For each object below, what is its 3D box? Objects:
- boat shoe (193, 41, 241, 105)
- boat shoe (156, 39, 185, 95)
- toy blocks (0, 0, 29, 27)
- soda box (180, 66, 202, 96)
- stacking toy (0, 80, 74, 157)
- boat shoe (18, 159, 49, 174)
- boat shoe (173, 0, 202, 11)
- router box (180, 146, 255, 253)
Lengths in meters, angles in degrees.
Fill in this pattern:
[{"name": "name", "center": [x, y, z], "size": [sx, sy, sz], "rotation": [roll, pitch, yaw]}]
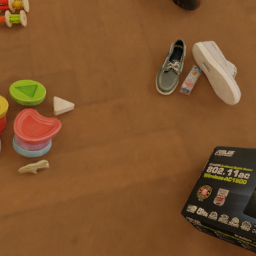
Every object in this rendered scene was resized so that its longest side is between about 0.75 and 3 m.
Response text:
[{"name": "boat shoe", "center": [2.810, -1.735, 8.441], "size": [0.804, 0.845, 2.347], "rotation": [-20, 57, -8]}, {"name": "boat shoe", "center": [1.331, -1.910, 8.569], "size": [0.697, 0.591, 1.914], "rotation": [19, 66, 9]}, {"name": "toy blocks", "center": [-4.236, -3.983, 9.595], "size": [1.455, 0.528, 1.213], "rotation": [-1, 64, -1]}, {"name": "soda box", "center": [1.909, -1.439, 8.498], "size": [0.294, 0.316, 0.925], "rotation": [26, 67, 12]}, {"name": "stacking toy", "center": [-2.852, -0.253, 7.888], "size": [2.324, 0.982, 2.104], "rotation": [29, 42, 10]}, {"name": "boat shoe", "center": [-2.465, 1.070, 7.350], "size": [0.771, 0.276, 0.294], "rotation": [-19, 78, -9]}, {"name": "boat shoe", "center": [1.831, -5.263, 9.983], "size": [0.943, 0.966, 2.554], "rotation": [-30, 69, -16]}, {"name": "router box", "center": [2.722, 1.471, 5.920], "size": [0.843, 2.714, 2.034], "rotation": [47, 65, -27]}]
